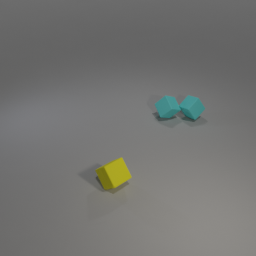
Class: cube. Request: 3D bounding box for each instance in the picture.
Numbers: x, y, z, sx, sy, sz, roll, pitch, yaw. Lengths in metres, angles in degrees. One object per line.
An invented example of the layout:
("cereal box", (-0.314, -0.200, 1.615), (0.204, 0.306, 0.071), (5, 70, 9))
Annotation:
("cube", (1.730, -0.914, 12.237), (0.700, 0.700, 0.700), (2, 59, -47))
("cube", (2.798, -0.904, 12.275), (0.700, 0.700, 0.700), (-47, 32, -7))
("cube", (-0.452, 1.407, 8.617), (0.700, 0.700, 0.700), (-26, -2, -34))
